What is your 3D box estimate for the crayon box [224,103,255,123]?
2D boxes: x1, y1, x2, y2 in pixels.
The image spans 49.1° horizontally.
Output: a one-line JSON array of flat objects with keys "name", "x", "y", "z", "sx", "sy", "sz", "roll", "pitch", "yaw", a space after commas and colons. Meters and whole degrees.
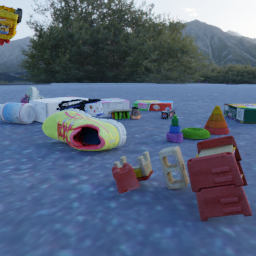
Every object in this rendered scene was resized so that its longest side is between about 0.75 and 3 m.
[{"name": "crayon box", "x": 5.515, "y": -0.687, "z": 12.304, "sx": 1.852, "sy": 0.626, "sz": 2.146, "roll": -1, "pitch": 11, "yaw": -3}]

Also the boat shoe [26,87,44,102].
[{"name": "boat shoe", "x": -4.374, "y": -1.267, "z": 13.202, "sx": 0.861, "sy": 0.843, "sz": 2.418, "roll": 2, "pitch": -17, "yaw": -27}]

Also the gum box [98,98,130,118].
[{"name": "gum box", "x": -1.162, "y": -0.990, "z": 13.549, "sx": 2.177, "sy": 0.720, "sz": 1.236, "roll": -7, "pitch": 14, "yaw": -30}]

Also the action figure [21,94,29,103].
[{"name": "action figure", "x": -4.634, "y": -1.001, "z": 12.314, "sx": 0.752, "sy": 1.122, "sz": 0.836, "roll": 29, "pitch": 24, "yaw": 23}]

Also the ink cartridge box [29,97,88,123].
[{"name": "ink cartridge box", "x": -2.943, "y": -0.823, "z": 12.255, "sx": 2.190, "sy": 0.929, "sz": 1.595, "roll": -9, "pitch": 14, "yaw": -43}]

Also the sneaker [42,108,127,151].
[{"name": "sneaker", "x": -1.409, "y": 0.080, "z": 7.642, "sx": 2.580, "sy": 1.008, "sz": 1.165, "roll": 5, "pitch": 15, "yaw": 24}]

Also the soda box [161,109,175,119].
[{"name": "soda box", "x": 1.864, "y": -0.645, "z": 12.899, "sx": 0.361, "sy": 0.323, "sz": 1.021, "roll": 6, "pitch": 12, "yaw": 26}]

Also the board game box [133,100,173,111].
[{"name": "board game box", "x": 1.437, "y": -1.253, "z": 15.679, "sx": 2.063, "sy": 0.416, "sz": 1.579, "roll": 2, "pitch": 12, "yaw": 10}]

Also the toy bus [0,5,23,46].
[{"name": "toy bus", "x": -3.951, "y": -3.257, "z": 8.969, "sx": 0.915, "sy": 1.294, "sz": 1.348, "roll": 9, "pitch": 23, "yaw": -21}]

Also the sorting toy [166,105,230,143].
[{"name": "sorting toy", "x": 2.318, "y": -0.200, "z": 9.115, "sx": 2.785, "sy": 0.959, "sz": 0.966, "roll": -8, "pitch": 14, "yaw": -37}]

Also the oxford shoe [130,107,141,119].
[{"name": "oxford shoe", "x": 0.374, "y": -0.759, "z": 12.983, "sx": 0.498, "sy": 0.510, "sz": 1.398, "roll": 0, "pitch": 11, "yaw": -2}]

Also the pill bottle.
[{"name": "pill bottle", "x": -4.626, "y": -0.624, "z": 11.475, "sx": 1.527, "sy": 0.831, "sz": 0.831, "roll": 5, "pitch": 12, "yaw": 22}]

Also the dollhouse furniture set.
[{"name": "dollhouse furniture set", "x": 0.743, "y": 0.869, "z": 4.613, "sx": 2.231, "sy": 0.907, "sz": 1.200, "roll": -14, "pitch": 5, "yaw": 25}]

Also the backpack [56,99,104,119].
[{"name": "backpack", "x": -1.577, "y": -0.557, "z": 10.219, "sx": 1.480, "sy": 1.140, "sz": 1.409, "roll": 1, "pitch": 20, "yaw": 39}]

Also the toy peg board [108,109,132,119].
[{"name": "toy peg board", "x": -0.367, "y": -0.582, "z": 12.657, "sx": 0.871, "sy": 0.426, "sz": 0.868, "roll": -3, "pitch": -4, "yaw": -21}]
